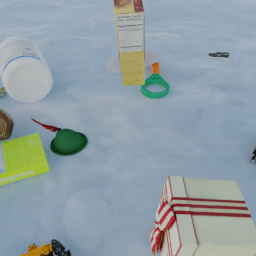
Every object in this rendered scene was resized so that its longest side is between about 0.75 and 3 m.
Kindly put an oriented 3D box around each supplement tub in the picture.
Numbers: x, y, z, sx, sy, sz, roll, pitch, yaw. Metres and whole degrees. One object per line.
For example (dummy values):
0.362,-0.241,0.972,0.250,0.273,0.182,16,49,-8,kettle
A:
-4.144,-2.376,11.144,1.794,1.794,2.719,-15,39,-19,supplement tub

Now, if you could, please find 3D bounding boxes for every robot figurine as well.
-1.550,2.982,5.149,1.328,0.533,1.832,-17,41,-21,robot figurine

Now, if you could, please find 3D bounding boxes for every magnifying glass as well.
1.177,-2.105,12.060,1.154,0.325,2.900,3,39,4,magnifying glass

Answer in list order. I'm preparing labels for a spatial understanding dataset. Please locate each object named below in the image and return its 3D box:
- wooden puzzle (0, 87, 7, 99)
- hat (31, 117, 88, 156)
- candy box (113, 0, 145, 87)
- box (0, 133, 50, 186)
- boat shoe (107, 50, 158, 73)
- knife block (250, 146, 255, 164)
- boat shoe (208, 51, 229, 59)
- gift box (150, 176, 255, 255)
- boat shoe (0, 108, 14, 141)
-5.273,-1.383,11.243,0.706,0.084,1.191,3,37,4,wooden puzzle
-1.906,0.064,8.427,1.123,1.193,1.356,26,45,30,hat
0.052,-2.682,8.095,0.773,2.738,1.598,-4,59,0,candy box
-3.473,0.948,7.805,2.249,0.536,1.371,-15,40,-19,box
0.198,-3.082,12.927,2.371,0.853,0.779,-18,8,-2,boat shoe
3.902,0.736,8.348,0.313,0.860,0.979,23,-2,26,knife block
4.556,-3.708,14.105,1.034,0.312,0.391,7,38,9,boat shoe
1.328,1.949,5.683,1.674,1.654,1.793,3,36,-7,gift box
-4.689,-0.296,8.359,2.723,1.030,1.006,19,10,21,boat shoe
